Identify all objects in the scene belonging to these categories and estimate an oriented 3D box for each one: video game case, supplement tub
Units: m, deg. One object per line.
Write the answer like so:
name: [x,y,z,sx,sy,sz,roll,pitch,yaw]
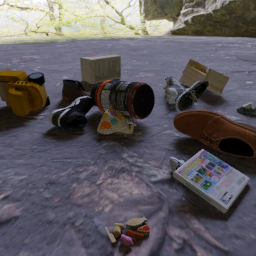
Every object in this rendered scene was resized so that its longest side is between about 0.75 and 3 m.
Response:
video game case: [2.017,1.181,6.683,1.375,0.179,1.511,34,38,26]
supplement tub: [-0.328,-1.173,11.040,2.619,1.401,1.401,13,26,42]

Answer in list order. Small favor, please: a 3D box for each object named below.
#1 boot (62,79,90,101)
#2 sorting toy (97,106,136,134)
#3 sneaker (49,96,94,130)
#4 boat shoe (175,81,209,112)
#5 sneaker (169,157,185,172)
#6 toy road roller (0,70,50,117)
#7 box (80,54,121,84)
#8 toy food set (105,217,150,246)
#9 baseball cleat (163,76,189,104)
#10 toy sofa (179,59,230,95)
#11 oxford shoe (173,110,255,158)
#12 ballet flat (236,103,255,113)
boot: [-2.250,-1.702,12.961,1.942,0.941,0.726,8,24,19]
sorting toy: [-0.306,-0.189,10.034,1.171,0.695,1.300,22,26,3]
sneaker: [-1.755,-0.487,10.491,1.183,0.773,2.115,20,38,32]
boat shoe: [2.694,-1.321,11.602,1.728,0.638,0.590,-40,10,-12]
sneaker: [1.509,1.037,7.285,0.552,0.361,0.960,-11,30,-25]
toy road roller: [-4.571,-1.393,11.679,2.400,1.475,1.752,6,35,13]
box: [-1.615,-3.600,16.848,2.199,1.406,1.198,-18,29,-36]
toy food set: [0.040,1.990,5.324,0.915,0.144,0.582,-2,22,-26]
baseball cleat: [2.416,-1.762,13.433,1.381,0.905,2.594,7,33,2]
toy sofa: [3.993,-2.607,15.090,1.241,1.463,2.998,20,18,-17]
oxford shoe: [2.603,0.156,8.576,2.896,1.033,1.032,17,34,32]
ballet flat: [5.189,-0.829,11.544,1.335,0.496,0.496,11,25,25]
